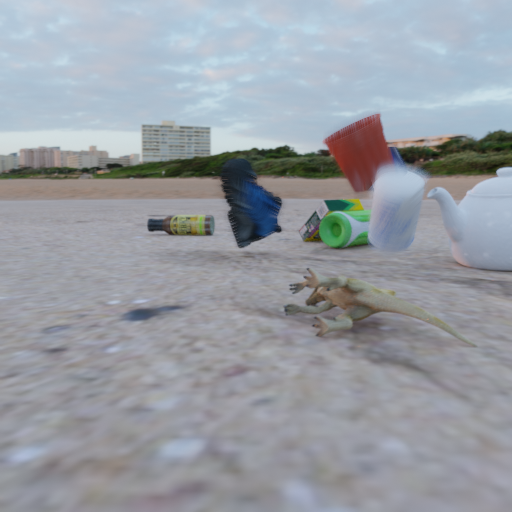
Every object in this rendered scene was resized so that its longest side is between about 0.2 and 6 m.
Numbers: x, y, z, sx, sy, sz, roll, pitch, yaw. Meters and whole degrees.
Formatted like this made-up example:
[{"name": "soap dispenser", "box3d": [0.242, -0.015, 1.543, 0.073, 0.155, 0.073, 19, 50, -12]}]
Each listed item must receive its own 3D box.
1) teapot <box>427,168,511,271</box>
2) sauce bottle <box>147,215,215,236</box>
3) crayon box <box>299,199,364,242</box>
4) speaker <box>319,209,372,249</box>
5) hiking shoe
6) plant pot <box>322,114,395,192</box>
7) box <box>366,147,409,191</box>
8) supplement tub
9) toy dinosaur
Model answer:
[{"name": "teapot", "box3d": [4.327, -0.715, 9.511, 2.114, 1.565, 2.142, 3, 15, 39]}, {"name": "sauce bottle", "box3d": [-2.052, -0.825, 15.254, 1.802, 0.583, 0.583, -1, 7, 7]}, {"name": "crayon box", "box3d": [1.795, -0.847, 13.409, 1.087, 0.367, 1.260, -6, -30, -33]}, {"name": "speaker", "box3d": [2.266, -0.626, 12.619, 0.856, 0.856, 1.936, 7, 10, 41]}, {"name": "hiking shoe", "box3d": [-0.053, -1.089, 10.558, 1.023, 0.878, 2.360, -18, -28, -7]}, {"name": "plant pot", "box3d": [1.837, -1.719, 9.583, 1.070, 1.041, 1.070, -26, 14, 7]}, {"name": "box", "box3d": [2.324, -1.663, 10.652, 0.974, 0.721, 0.508, -6, -27, -32]}, {"name": "supplement tub", "box3d": [2.105, -0.672, 8.483, 0.712, 1.079, 0.712, -1, 37, 1]}, {"name": "toy dinosaur", "box3d": [0.990, 0.412, 5.465, 1.079, 0.621, 2.133, -3, 8, -32]}]
